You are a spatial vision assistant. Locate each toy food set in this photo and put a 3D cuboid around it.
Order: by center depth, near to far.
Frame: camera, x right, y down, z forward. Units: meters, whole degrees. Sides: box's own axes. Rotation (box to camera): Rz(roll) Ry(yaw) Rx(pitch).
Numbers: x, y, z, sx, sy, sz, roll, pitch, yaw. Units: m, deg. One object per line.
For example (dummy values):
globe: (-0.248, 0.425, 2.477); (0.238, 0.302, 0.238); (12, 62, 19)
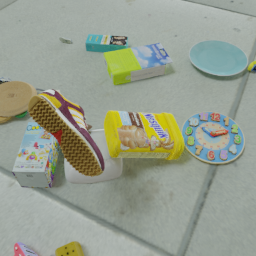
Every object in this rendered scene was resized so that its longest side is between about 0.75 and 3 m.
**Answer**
toy food set: (-4.999, -1.225, 12.193); (2.189, 0.538, 2.212); (-13, 52, -11)

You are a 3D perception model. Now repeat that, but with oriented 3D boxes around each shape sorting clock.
shape sorting clock: (3.310, 0.301, 10.967); (2.460, 0.483, 2.460); (0, 50, 0)

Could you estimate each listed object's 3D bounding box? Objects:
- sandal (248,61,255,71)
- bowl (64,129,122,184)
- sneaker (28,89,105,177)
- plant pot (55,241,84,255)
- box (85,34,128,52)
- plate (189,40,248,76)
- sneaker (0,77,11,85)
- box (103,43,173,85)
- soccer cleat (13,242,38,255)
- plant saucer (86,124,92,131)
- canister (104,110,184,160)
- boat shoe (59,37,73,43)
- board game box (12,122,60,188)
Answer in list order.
sandal: (6.590, -3.123, 13.795); (1.496, 0.595, 0.651); (-36, 66, -18)
bowl: (-1.296, 0.893, 10.292); (2.147, 0.801, 2.144); (-5, 51, -6)
sneaker: (-1.290, 0.039, 7.011); (2.484, 0.931, 1.119); (52, 34, -3)
plant pot: (-1.677, 3.696, 8.030); (0.778, 0.687, 0.778); (-19, 52, -16)
box: (-1.103, -4.468, 14.878); (2.163, 0.532, 0.890); (5, 51, 4)
plate: (4.527, -3.490, 14.181); (2.932, 0.375, 2.932); (0, 51, 1)
sneaker: (-5.630, -2.217, 13.139); (0.960, 0.370, 0.409); (14, 48, 11)
box: (0.457, -3.193, 13.699); (2.985, 0.711, 1.820); (-13, 52, -11)
soccer cleat: (-2.601, 3.931, 7.992); (1.845, 0.615, 0.705); (34, 28, 31)
plant saucer: (-2.015, 0.191, 10.629); (1.404, 0.225, 1.404); (-26, 12, 6)
canister: (0.523, 0.246, 10.132); (2.531, 1.096, 1.880); (3, 47, -22)
boat shoe: (-3.405, -4.836, 15.395); (0.767, 0.268, 0.273); (18, 34, 15)
board game box: (-3.175, 0.939, 10.040); (1.106, 1.086, 2.108); (1, 50, 1)
